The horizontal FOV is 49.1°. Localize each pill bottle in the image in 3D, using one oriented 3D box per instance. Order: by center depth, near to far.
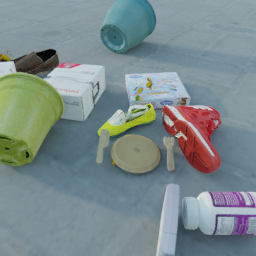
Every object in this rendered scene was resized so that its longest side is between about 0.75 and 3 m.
[{"bbox_3d":[1.984,1.805,5.953,1.577,0.885,0.885,1,36,0],"label":"pill bottle"}]

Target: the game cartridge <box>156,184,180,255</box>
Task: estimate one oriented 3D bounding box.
[{"bbox_3d":[0.795,1.957,5.575,0.337,1.080,1.621,6,36,10],"label":"game cartridge"}]

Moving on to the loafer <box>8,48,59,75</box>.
[{"bbox_3d":[-4.182,-2.876,12.052,1.009,0.980,2.762,46,50,11],"label":"loafer"}]

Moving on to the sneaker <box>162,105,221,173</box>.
[{"bbox_3d":[2.273,0.040,8.202,1.690,1.146,2.925,-11,39,-13],"label":"sneaker"}]

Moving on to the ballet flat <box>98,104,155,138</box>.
[{"bbox_3d":[-0.034,-0.318,9.023,2.097,0.703,0.701,-19,38,-23],"label":"ballet flat"}]

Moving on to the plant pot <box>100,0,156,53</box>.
[{"bbox_3d":[-0.161,-5.194,14.482,2.528,2.528,2.376,17,55,22],"label":"plant pot"}]

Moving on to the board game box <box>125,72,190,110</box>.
[{"bbox_3d":[1.054,-1.481,10.838,2.159,0.444,2.154,-3,36,-4],"label":"board game box"}]

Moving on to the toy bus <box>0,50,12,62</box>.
[{"bbox_3d":[-5.441,-2.704,12.025,1.037,1.099,0.568,-1,38,6],"label":"toy bus"}]

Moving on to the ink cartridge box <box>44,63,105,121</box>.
[{"bbox_3d":[-2.046,-1.391,10.206,1.807,1.037,2.488,8,37,11],"label":"ink cartridge box"}]

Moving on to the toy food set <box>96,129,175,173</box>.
[{"bbox_3d":[0.221,0.728,7.927,2.170,0.436,1.498,7,43,0],"label":"toy food set"}]

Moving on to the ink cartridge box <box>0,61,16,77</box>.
[{"bbox_3d":[-4.338,-1.368,9.821,0.844,1.465,2.529,-8,37,-11],"label":"ink cartridge box"}]

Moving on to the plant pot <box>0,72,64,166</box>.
[{"bbox_3d":[-3.057,-0.099,7.852,2.140,2.140,1.968,2,48,3],"label":"plant pot"}]

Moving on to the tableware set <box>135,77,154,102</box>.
[{"bbox_3d":[0.470,-1.080,7.891,0.115,0.752,0.507,25,0,-33],"label":"tableware set"}]
